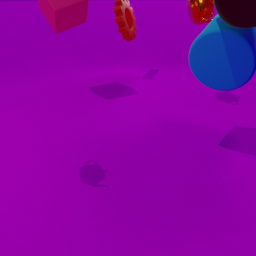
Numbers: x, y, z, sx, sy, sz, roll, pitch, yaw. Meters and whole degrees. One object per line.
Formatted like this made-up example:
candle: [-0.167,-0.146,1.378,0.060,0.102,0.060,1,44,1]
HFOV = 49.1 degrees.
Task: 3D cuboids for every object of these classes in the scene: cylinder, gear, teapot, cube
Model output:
cylinder: [2.050,-1.608,5.656,1.277,1.277,1.277,15,46,28]
gear: [-0.087,-4.283,11.104,0.297,1.608,1.608,-7,23,22]
cylinder: [1.892,-2.473,4.380,1.274,1.274,1.274,0,54,-1]
teapot: [2.132,-3.554,8.095,0.766,0.972,1.563,-15,58,6]
cube: [-2.020,-3.885,8.698,1.152,1.152,1.152,-30,-8,-19]
